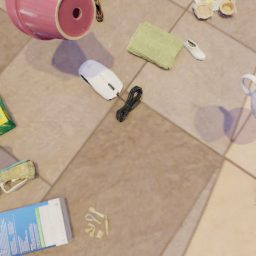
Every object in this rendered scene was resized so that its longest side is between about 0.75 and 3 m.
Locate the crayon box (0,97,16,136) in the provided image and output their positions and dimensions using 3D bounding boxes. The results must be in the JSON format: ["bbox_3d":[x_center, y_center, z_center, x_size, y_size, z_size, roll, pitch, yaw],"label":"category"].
[{"bbox_3d":[-5.481,-0.833,10.185,1.584,0.777,2.667,-30,79,-7],"label":"crayon box"}]

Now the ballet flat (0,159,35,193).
[{"bbox_3d":[-4.412,1.886,9.530,2.597,0.918,0.918,-21,78,-7],"label":"ballet flat"}]

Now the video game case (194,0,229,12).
[{"bbox_3d":[3.411,-5.358,11.562,1.343,0.154,1.222,-14,78,-3],"label":"video game case"}]

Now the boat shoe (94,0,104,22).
[{"bbox_3d":[-1.265,-4.874,11.325,0.412,0.412,1.170,-22,77,-3],"label":"boat shoe"}]

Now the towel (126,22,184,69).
[{"bbox_3d":[1.069,-3.234,10.969,1.967,0.359,1.459,27,77,7],"label":"towel"}]

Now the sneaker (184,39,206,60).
[{"bbox_3d":[2.607,-3.046,10.915,1.036,0.367,0.378,41,80,9],"label":"sneaker"}]

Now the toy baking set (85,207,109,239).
[{"bbox_3d":[-1.057,3.251,9.578,0.809,0.123,1.054,-1,77,0],"label":"toy baking set"}]

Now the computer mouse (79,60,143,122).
[{"bbox_3d":[-0.783,-1.606,10.461,2.732,0.599,1.498,40,81,8],"label":"computer mouse"}]

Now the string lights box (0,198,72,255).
[{"bbox_3d":[-3.423,3.356,9.181,2.835,0.836,1.457,-14,77,-3],"label":"string lights box"}]

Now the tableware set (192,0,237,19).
[{"bbox_3d":[3.537,-5.205,11.338,1.928,0.224,1.610,-3,77,0],"label":"tableware set"}]

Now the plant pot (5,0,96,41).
[{"bbox_3d":[-1.999,-3.365,7.805,1.886,2.107,2.107,32,78,33],"label":"plant pot"}]

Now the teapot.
[{"bbox_3d":[3.774,-0.885,7.022,1.633,1.612,1.193,-20,120,28],"label":"teapot"}]
